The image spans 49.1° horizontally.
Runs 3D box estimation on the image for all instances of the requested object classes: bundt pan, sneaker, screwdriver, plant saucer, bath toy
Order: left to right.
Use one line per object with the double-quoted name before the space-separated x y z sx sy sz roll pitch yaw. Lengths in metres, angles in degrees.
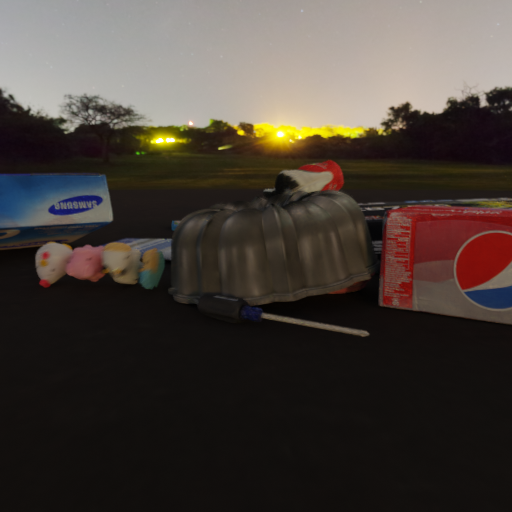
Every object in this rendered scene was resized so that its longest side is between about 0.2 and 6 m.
"bath toy" -2.111 0.141 7.299 1.743 0.758 0.644 2 48 12
"bundt pan" 0.159 -0.211 6.963 2.676 1.004 2.676 -9 11 2
"screwdriver" 0.166 0.579 5.294 1.905 0.266 0.277 5 -12 41
"sneaker" 1.056 -1.216 12.006 1.357 1.231 3.197 -25 0 -12
"plant saucer" 1.022 0.273 7.302 1.030 0.261 1.030 -3 11 1

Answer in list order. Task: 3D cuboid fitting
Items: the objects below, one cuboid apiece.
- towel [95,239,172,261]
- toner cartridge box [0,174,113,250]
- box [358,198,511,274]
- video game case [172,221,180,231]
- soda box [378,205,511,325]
"towel" -1.853 -0.097 10.047 2.051 0.244 1.506 1 10 19
"toner cartridge box" -4.967 -0.664 9.564 4.438 0.958 2.108 -8 -5 -43
"box" 3.213 -0.408 9.613 3.757 0.923 3.028 -2 9 0
"video game case" -1.374 -0.830 15.164 1.785 0.159 1.277 -1 9 -7
"soda box" 3.122 0.107 5.668 3.534 1.121 1.237 6 11 33
